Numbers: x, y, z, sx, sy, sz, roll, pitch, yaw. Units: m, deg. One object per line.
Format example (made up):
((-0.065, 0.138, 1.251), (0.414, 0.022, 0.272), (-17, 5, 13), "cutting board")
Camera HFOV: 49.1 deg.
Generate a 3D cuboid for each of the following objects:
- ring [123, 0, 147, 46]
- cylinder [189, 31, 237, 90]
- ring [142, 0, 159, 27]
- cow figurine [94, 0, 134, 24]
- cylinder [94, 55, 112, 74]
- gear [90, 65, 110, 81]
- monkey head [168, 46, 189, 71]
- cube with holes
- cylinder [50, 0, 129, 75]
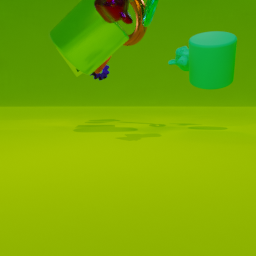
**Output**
((-0.125, -3.524, 8.960), (1.784, 1.784, 0.357), (4, 30, 42), "ring")
((2.235, -1.812, 7.483), (1.187, 1.187, 1.187), (-6, 34, 4), "cylinder")
((0.639, -3.379, 7.684), (0.239, 1.194, 1.194), (15, 3, -7), "ring")
((-0.013, -2.343, 4.676), (0.686, 1.249, 1.229), (43, 17, -37), "cow figurine")
((-1.335, -2.862, 11.005), (1.065, 1.065, 1.065), (34, -7, -20), "cylinder")
((-1.262, -2.558, 11.899), (1.055, 1.055, 0.195), (-4, -8, -42), "gear")
((1.831, -2.085, 8.909), (1.267, 0.764, 0.912), (18, 56, 22), "monkey head")
((-1.318, -2.198, 7.962), (0.945, 0.945, 0.945), (-31, 23, 7), "cube with holes")
((-0.902, -2.210, 6.678), (1.355, 1.355, 1.355), (-39, -5, 13), "cylinder")
